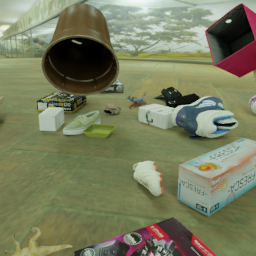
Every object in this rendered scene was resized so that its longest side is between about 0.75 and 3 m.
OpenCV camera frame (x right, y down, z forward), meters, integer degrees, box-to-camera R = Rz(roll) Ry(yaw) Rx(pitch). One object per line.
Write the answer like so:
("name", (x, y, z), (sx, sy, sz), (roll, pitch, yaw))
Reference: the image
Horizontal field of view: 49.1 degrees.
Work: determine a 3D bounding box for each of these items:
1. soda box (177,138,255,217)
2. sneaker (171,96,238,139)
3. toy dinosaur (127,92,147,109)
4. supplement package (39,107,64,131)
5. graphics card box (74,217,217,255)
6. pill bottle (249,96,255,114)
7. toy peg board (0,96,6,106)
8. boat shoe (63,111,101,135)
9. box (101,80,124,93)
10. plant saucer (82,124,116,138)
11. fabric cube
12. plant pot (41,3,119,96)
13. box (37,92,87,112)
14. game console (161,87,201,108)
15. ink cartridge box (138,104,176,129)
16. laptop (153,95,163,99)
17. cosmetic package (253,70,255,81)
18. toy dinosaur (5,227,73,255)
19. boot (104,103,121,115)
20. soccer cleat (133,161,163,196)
("soda box", (2.324, 1.012, 6.505), (2.650, 0.906, 0.843), (-14, 21, -37))
("sneaker", (3.264, -0.354, 10.347), (2.894, 1.166, 2.119), (-14, 25, -37))
("toy dinosaur", (0.493, -1.320, 14.556), (1.189, 1.310, 0.688), (29, -20, -39))
("supplement package", (-3.006, -0.365, 11.083), (0.639, 0.663, 1.166), (2, 18, 3))
("graphics card box", (0.277, 2.039, 4.110), (1.882, 0.479, 1.181), (-10, 21, -25))
("pill bottle", (6.062, -1.001, 12.824), (0.795, 0.795, 1.416), (4, 18, 12))
("toy peg board", (-6.385, -0.974, 11.228), (2.187, 1.070, 2.178), (-23, 21, -5))
("boat shoe", (-1.773, -0.220, 10.765), (0.684, 0.589, 1.900), (11, 21, 29))
("box", (-1.367, -2.790, 18.594), (1.884, 0.574, 2.338), (0, 18, -9))
("plant saucer", (-1.035, 0.127, 10.284), (0.986, 0.236, 0.985), (5, 19, 14))
("fabric cube", (4.203, -3.169, 10.409), (1.717, 1.723, 1.690), (10, -27, -36))
("plant pot", (-1.759, -3.123, 10.736), (2.730, 2.730, 2.702), (-2, 51, -5))
("box", (-3.306, -1.363, 14.313), (1.821, 0.563, 2.280), (1, 18, 8))
("game console", (2.602, -1.643, 14.717), (1.611, 0.329, 2.731), (-13, 28, -8))
("ink cartridge box", (1.307, -0.507, 11.563), (1.094, 0.632, 1.498), (-15, 24, -39))
("laptop", (2.213, -1.704, 16.125), (1.113, 0.575, 0.987), (38, 35, 22))
("cosmetic package", (5.099, -2.209, 10.787), (0.495, 0.942, 0.335), (-19, -31, 33))
("toy dinosaur", (-1.555, 2.010, 4.591), (1.281, 0.373, 0.648), (-12, 36, -13))
("boot", (-0.874, -0.879, 13.153), (1.050, 0.369, 0.768), (12, 24, 34))
("soccer cleat", (0.456, 1.196, 6.669), (0.617, 0.551, 1.591), (-6, 12, -2))
